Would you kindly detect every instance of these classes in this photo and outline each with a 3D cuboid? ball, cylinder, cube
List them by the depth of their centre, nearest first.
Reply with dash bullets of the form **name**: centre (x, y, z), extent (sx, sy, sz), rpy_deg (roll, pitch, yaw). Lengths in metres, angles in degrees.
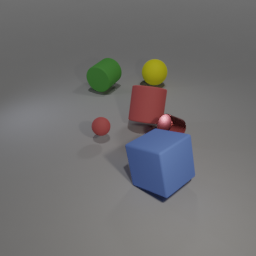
- **cube**: centre (0.979, 0.973, 8.368), extent (1.400, 1.400, 1.400), rpy_deg (-26, 24, -37)
- **cylinder**: centre (1.460, -0.057, 9.393), extent (0.700, 0.700, 0.700), rpy_deg (17, 18, -35)
- **ball**: centre (-0.998, -0.060, 10.374), extent (0.700, 0.700, 0.700), rpy_deg (0, 30, 0)
- **cylinder**: centre (0.786, -0.935, 11.264), extent (1.400, 1.400, 1.400), rpy_deg (7, 5, -1)
- **cylinder**: centre (-1.251, -2.819, 14.824), extent (1.400, 1.400, 1.400), rpy_deg (13, 37, 22)
- **ball**: centre (1.454, -3.052, 15.339), extent (1.400, 1.400, 1.400), rpy_deg (0, 30, 0)
